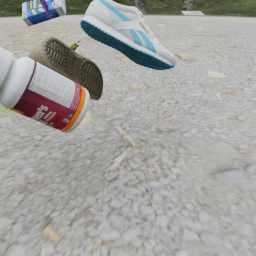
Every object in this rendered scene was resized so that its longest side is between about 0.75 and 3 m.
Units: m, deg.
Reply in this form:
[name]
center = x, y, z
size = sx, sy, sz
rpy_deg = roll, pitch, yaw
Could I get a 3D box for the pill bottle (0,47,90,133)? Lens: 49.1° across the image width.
[pill bottle]
center = -1.585, -0.626, 4.829
size = 1.686, 0.924, 0.924
rpy_deg = 26, 12, -32

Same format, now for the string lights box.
[string lights box]
center = -2.729, -3.873, 9.116
size = 1.362, 0.401, 0.700
rpy_deg = -14, 67, 10

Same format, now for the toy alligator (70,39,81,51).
[toy alligator]
center = -2.054, -2.969, 10.488
size = 1.005, 0.241, 0.333
rpy_deg = -47, 11, -22

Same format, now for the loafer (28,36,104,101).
[loafer]
center = -1.294, -1.255, 6.188
size = 0.733, 0.813, 2.148
rpy_deg = 3, -19, 30

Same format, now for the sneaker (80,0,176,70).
[sneaker]
center = 0.180, -2.307, 6.913
size = 2.561, 1.035, 0.980
rpy_deg = 28, -9, -16

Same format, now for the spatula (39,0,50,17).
[spatula]
center = -2.306, -3.300, 6.618
size = 0.252, 0.694, 2.455
rpy_deg = -29, 3, 4
